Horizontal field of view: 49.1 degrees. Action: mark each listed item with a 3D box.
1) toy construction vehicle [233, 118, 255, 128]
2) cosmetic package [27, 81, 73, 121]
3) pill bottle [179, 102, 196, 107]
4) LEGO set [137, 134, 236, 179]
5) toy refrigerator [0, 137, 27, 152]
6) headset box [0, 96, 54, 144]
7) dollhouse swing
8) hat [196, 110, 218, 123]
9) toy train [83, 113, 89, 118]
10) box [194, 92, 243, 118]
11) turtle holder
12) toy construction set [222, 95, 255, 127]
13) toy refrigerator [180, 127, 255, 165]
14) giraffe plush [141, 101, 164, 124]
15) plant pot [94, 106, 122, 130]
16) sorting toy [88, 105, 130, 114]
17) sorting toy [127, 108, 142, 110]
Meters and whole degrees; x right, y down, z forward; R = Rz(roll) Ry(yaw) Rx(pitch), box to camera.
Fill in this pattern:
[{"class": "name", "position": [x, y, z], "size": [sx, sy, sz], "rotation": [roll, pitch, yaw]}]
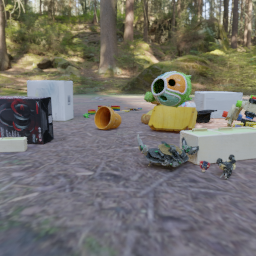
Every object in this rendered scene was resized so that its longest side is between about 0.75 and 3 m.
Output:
[{"class": "toy construction vehicle", "position": [4.452, -0.044, 9.268], "size": [1.963, 0.691, 1.709], "rotation": [3, 9, 20]}, {"class": "cosmetic package", "position": [-3.815, -1.365, 13.809], "size": [1.919, 1.913, 1.179], "rotation": [2, 9, 10]}, {"class": "pill bottle", "position": [2.821, -1.047, 15.249], "size": [1.591, 0.865, 0.865], "rotation": [0, 9, 1]}, {"class": "LEGO set", "position": [1.095, 0.667, 5.748], "size": [2.079, 0.589, 1.350], "rotation": [25, 27, 39]}, {"class": "toy refrigerator", "position": [-3.211, 0.425, 7.342], "size": [1.013, 0.354, 0.385], "rotation": [-2, 9, -8]}, {"class": "headset box", "position": [-3.256, -0.263, 8.480], "size": [1.823, 1.355, 0.684], "rotation": [3, 12, 13]}, {"class": "dollhouse swing", "position": [1.823, -0.086, 10.914], "size": [1.607, 1.413, 1.461], "rotation": [4, 51, 21]}, {"class": "hat", "position": [3.424, -0.506, 12.837], "size": [1.381, 0.557, 1.381], "rotation": [-7, 5, 1]}, {"class": "toy train", "position": [-2.244, -0.658, 15.028], "size": [0.246, 0.182, 0.871], "rotation": [-14, 12, -17]}, {"class": "box", "position": [4.816, -1.291, 15.220], "size": [2.044, 1.336, 2.033], "rotation": [0, 9, -1]}, {"class": "turtle holder", "position": [1.210, -1.237, 8.754], "size": [1.037, 1.109, 1.460], "rotation": [3, 12, -38]}, {"class": "toy construction set", "position": [5.154, -0.600, 10.695], "size": [2.919, 1.345, 1.914], "rotation": [2, 10, 15]}, {"class": "toy refrigerator", "position": [2.308, 0.350, 6.649], "size": [2.036, 0.712, 0.773], "rotation": [-4, 10, -19]}, {"class": "giraffe plush", "position": [1.493, -0.969, 12.642], "size": [1.837, 1.490, 1.585], "rotation": [-8, 12, -41]}, {"class": "plant pot", "position": [-0.719, -0.341, 10.988], "size": [0.897, 0.897, 0.821], "rotation": [7, -4, 39]}, {"class": "sorting toy", "position": [-1.053, -1.169, 17.315], "size": [1.370, 0.481, 2.843], "rotation": [7, 11, 39]}, {"class": "sorting toy", "position": [0.371, -1.305, 19.234], "size": [1.288, 0.175, 0.725], "rotation": [4, 5, 20]}]
